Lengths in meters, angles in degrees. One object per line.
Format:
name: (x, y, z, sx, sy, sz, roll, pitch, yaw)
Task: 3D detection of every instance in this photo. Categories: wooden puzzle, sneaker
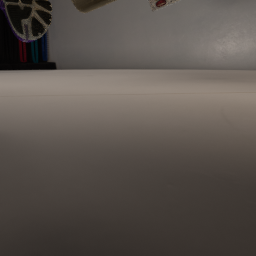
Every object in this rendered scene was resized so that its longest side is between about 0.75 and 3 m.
wooden puzzle: (-0.429, -2.621, 3.266, 2.292, 0.461, 2.478, -10, -32, 27)
sneaker: (-2.234, -2.574, 5.720, 0.932, 2.312, 0.964, -5, -30, -36)

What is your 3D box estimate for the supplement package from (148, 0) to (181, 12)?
supplement package: (0.821, -2.684, 5.439, 0.494, 0.513, 0.903, -35, 22, -25)
